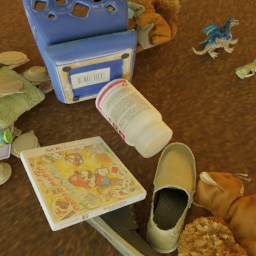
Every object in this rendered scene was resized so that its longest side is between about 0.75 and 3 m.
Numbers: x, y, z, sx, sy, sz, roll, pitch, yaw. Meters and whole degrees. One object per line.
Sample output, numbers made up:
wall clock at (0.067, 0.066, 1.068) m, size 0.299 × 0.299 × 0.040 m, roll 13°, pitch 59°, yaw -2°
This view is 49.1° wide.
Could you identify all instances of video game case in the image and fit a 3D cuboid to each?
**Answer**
video game case at (-1.116, 1.098, 6.660) m, size 2.196 × 0.276 × 2.413 m, roll -11°, pitch 38°, yaw -31°

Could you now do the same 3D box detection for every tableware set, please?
tableware set at (-3.936, -1.843, 9.330) m, size 2.655 × 0.308 × 2.218 m, roll 31°, pitch 45°, yaw 26°
tableware set at (-3.655, 0.678, 8.103) m, size 1.714 × 0.238 × 2.052 m, roll 33°, pitch 66°, yaw 26°
tableware set at (-3.206, -1.612, 9.658) m, size 1.097 × 0.152 × 1.313 m, roll -18°, pitch 59°, yaw -11°

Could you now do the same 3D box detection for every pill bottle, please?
pill bottle at (0.164, -0.296, 8.134) m, size 1.266 × 1.266 × 2.234 m, roll -32°, pitch 62°, yaw -19°

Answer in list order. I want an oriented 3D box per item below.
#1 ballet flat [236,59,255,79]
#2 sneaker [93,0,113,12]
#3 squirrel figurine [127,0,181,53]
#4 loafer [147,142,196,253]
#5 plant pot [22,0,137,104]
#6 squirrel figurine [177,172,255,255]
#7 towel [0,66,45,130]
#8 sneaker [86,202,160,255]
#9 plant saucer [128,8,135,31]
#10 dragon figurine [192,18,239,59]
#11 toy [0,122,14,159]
ballet flat at (4.388, -2.127, 9.866) m, size 1.368 × 0.483 × 0.483 m, roll -30°, pitch 62°, yaw -19°
sneaker at (-0.578, -5.020, 11.489) m, size 1.996 × 0.798 × 0.712 m, roll -4°, pitch 57°, yaw -2°
squirrel figurine at (0.798, -4.006, 9.936) m, size 2.243 × 1.587 × 2.094 m, roll -28°, pitch 105°, yaw -31°
loafer at (1.186, 1.551, 7.079) m, size 1.120 × 1.010 × 2.959 m, roll 11°, pitch 58°, yaw 7°
plant pot at (-1.305, -2.537, 8.610) m, size 2.953 × 2.953 × 2.655 m, roll -14°, pitch 69°, yaw -11°
squirrel figurine at (2.306, 2.185, 6.230) m, size 2.730 × 1.932 × 2.548 m, roll -30°, pitch 55°, yaw -22°
towel at (-4.011, -1.044, 8.957) m, size 2.520 × 0.460 × 1.870 m, roll 30°, pitch 60°, yaw 29°
sneaker at (0.054, 2.132, 6.719) m, size 2.643 × 0.989 × 1.404 m, roll 35°, pitch 63°, yaw 22°
plant saucer at (-0.048, -4.005, 11.004) m, size 1.699 × 0.327 × 1.699 m, roll -1°, pitch 69°, yaw 4°
dragon figurine at (3.171, -3.329, 10.422) m, size 2.540 × 0.747 × 1.263 m, roll -21°, pitch 60°, yaw -14°
toy at (-4.552, 0.406, 7.964) m, size 2.395 × 0.565 × 1.379 m, roll -10°, pitch 52°, yaw -2°
